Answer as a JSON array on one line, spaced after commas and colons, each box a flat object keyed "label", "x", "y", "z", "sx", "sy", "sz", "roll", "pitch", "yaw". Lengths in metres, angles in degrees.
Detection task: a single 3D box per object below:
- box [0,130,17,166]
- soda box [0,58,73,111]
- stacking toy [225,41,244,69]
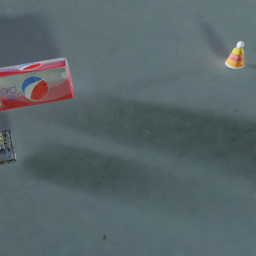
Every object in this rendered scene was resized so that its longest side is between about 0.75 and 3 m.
[{"label": "box", "x": -3.624, "y": 0.581, "z": 7.894, "sx": 0.772, "sy": 0.235, "sz": 0.957, "roll": -14, "pitch": 71, "yaw": -15}, {"label": "soda box", "x": -3.152, "y": -1.217, "z": 8.094, "sx": 2.980, "sy": 1.043, "sz": 0.945, "roll": -12, "pitch": 31, "yaw": -7}, {"label": "stacking toy", "x": 3.500, "y": -2.363, "z": 8.958, "sx": 0.596, "sy": 0.815, "sz": 0.596, "roll": 0, "pitch": 39, "yaw": 0}]
